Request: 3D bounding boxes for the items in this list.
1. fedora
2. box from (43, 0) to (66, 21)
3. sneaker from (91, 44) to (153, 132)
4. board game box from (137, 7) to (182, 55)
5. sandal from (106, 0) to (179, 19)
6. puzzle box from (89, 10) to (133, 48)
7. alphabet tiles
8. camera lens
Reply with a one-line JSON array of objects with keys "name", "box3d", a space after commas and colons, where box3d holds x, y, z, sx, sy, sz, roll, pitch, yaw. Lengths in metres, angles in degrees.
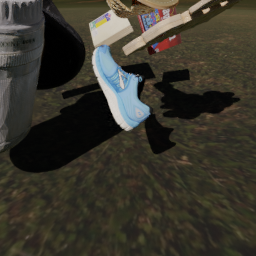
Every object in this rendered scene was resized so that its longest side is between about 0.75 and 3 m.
[{"name": "fedora", "box3d": [-2.350, -2.129, 6.940, 2.542, 2.542, 1.161, -5, 50, -9]}, {"name": "box", "box3d": [-2.679, -2.685, 8.430, 1.943, 2.453, 0.593, -41, 66, 0]}, {"name": "sneaker", "box3d": [-0.074, -0.844, 5.334, 0.807, 1.795, 0.703, -27, -14, 9]}, {"name": "board game box", "box3d": [0.968, -3.628, 9.168, 1.240, 2.409, 0.234, -21, 45, 5]}, {"name": "sandal", "box3d": [-0.031, -2.675, 5.543, 1.020, 0.915, 2.781, -21, 57, -27]}, {"name": "puzzle box", "box3d": [-0.683, -3.761, 10.405, 1.461, 0.279, 2.196, -28, 41, 11]}, {"name": "alphabet tiles", "box3d": [1.263, -2.187, 5.744, 2.835, 0.207, 2.773, -32, 11, -30]}, {"name": "camera lens", "box3d": [-2.760, -1.098, 4.872, 2.331, 2.914, 2.331, 15, 32, -10]}]
